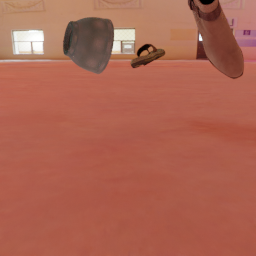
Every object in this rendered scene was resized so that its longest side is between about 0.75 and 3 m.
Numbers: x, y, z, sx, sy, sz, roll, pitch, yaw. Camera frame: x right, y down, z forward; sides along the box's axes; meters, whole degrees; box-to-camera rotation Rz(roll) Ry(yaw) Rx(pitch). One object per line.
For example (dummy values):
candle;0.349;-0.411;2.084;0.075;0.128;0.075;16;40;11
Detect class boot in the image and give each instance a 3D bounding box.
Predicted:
boot;2.648;-3.116;8.558;1.022;2.909;2.127;-28;-27;12

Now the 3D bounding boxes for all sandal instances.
sandal;0.508;-1.952;7.308;0.692;0.497;1.742;-23;9;25

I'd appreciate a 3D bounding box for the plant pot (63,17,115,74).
plant pot;-1.616;-3.226;10.596;1.423;2.124;2.124;6;12;-28
